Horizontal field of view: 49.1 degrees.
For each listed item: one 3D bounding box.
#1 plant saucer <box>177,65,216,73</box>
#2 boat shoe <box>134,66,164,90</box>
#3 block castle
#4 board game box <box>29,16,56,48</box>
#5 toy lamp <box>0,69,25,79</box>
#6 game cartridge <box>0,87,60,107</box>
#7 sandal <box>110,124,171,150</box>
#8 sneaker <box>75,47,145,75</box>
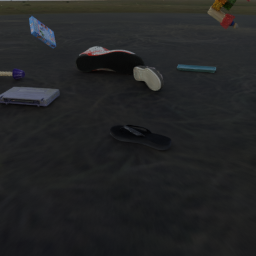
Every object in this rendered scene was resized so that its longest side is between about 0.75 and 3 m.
[{"bbox_3d":[3.009,-2.610,12.315,1.644,0.156,0.575,7,27,15],"label":"plant saucer"},{"bbox_3d":[0.872,-1.924,10.283,0.621,0.728,2.178,-14,26,-18],"label":"boat shoe"},{"bbox_3d":[2.644,-3.136,6.321,0.805,1.147,1.716,35,60,0],"label":"block castle"},{"bbox_3d":[-2.556,-2.865,8.421,0.156,0.853,0.645,-29,61,23],"label":"board game box"},{"bbox_3d":[-4.837,-2.152,11.067,1.511,0.440,0.440,4,27,6],"label":"toy lamp"},{"bbox_3d":[-3.141,-1.017,8.965,1.636,0.314,1.060,5,23,9],"label":"game cartridge"},{"bbox_3d":[0.295,0.124,6.581,1.524,0.326,0.579,12,29,23],"label":"sandal"},{"bbox_3d":[-0.672,-3.026,12.189,2.955,0.987,1.584,2,29,10],"label":"sneaker"}]
